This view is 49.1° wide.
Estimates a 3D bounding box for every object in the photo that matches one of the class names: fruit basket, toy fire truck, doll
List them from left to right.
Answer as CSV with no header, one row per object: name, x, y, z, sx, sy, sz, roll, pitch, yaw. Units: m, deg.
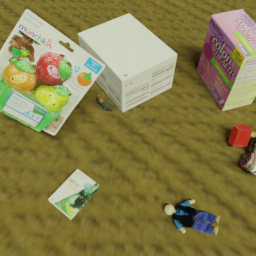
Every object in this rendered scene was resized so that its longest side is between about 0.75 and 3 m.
fruit basket,-2.183,-1.210,7.090,2.308,2.492,1.168,33,22,-26
doll,1.725,2.422,7.714,1.479,0.358,1.009,12,56,16
toy fire truck,4.711,0.529,8.716,2.550,0.622,1.798,1,25,-19

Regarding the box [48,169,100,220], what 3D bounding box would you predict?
box,-1.559,1.901,8.165,0.897,0.226,1.243,31,61,21

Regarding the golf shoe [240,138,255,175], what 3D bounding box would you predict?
golf shoe,4.107,0.776,8.746,0.681,0.537,1.479,37,77,-4

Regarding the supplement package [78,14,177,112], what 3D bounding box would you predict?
supplement package,-0.063,-2.501,10.417,2.315,1.648,2.972,-29,60,-19

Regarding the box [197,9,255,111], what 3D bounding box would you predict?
box,3.617,-2.292,9.732,1.222,2.529,2.224,-13,56,-10

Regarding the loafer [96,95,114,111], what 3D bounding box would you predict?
loafer,-0.839,-0.884,10.105,0.812,0.294,0.296,34,60,21
